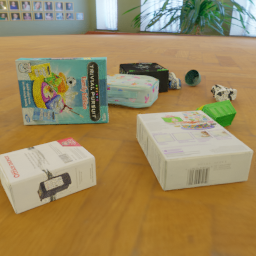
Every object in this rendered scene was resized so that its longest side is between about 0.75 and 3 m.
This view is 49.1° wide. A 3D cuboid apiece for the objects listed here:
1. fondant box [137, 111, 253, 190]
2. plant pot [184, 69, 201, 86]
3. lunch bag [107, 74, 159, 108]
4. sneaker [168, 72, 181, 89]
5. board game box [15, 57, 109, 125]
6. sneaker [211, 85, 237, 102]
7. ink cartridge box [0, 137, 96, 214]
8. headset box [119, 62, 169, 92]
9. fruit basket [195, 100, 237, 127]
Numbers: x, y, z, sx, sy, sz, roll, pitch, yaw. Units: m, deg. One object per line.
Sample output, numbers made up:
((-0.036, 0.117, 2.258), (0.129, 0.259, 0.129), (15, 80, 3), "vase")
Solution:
((1.547, 0.416, 7.543), (2.101, 0.848, 2.912), (-4, 24, -10), "fondant box")
((3.520, -2.603, 14.852), (0.579, 0.864, 0.864), (16, 6, -46), "plant pot")
((-0.104, -1.605, 12.073), (2.658, 1.025, 2.132), (7, 25, 15), "lunch bag")
((2.162, -2.462, 14.624), (0.740, 0.669, 1.737), (-8, 24, -9), "sneaker")
((-2.184, -1.286, 9.740), (2.958, 2.233, 0.694), (-2, 21, -3), "board game box")
((4.002, -1.529, 12.414), (1.597, 0.637, 1.039), (-21, 29, -40), "sneaker")
((-1.838, 0.968, 6.318), (1.835, 0.774, 1.328), (-15, 27, -31), "ink cartridge box")
((0.762, -2.545, 14.186), (2.093, 1.115, 2.404), (-4, 23, -10), "headset box")
((2.934, -0.547, 9.872), (1.355, 0.977, 1.355), (7, 38, -5), "fruit basket")
